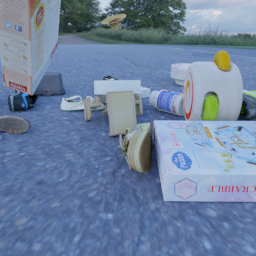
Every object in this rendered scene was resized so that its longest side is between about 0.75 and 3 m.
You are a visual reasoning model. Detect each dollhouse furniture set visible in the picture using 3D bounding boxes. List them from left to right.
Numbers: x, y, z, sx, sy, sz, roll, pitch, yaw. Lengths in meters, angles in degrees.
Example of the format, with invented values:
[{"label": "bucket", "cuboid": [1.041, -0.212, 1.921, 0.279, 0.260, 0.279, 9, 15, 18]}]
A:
[{"label": "dollhouse furniture set", "cuboid": [-0.380, -0.418, 8.926, 1.778, 1.260, 1.936, -5, 0, -15]}]

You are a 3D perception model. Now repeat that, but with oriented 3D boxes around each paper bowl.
[{"label": "paper bowl", "cuboid": [3.257, -2.823, 14.962, 1.948, 1.013, 1.948, 0, 20, 0]}]

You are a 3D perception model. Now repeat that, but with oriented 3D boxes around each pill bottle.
[{"label": "pill bottle", "cuboid": [1.489, -0.969, 10.280, 0.800, 0.800, 1.427, -19, 29, -42]}]

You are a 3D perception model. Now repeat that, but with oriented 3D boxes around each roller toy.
[{"label": "roller toy", "cuboid": [2.606, -1.044, 8.652, 1.528, 2.187, 1.995, 0, -16, 1]}]

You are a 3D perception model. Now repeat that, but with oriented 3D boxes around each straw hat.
[{"label": "straw hat", "cuboid": [-0.467, -3.819, 10.339, 1.024, 0.433, 1.024, -14, 35, 10]}]

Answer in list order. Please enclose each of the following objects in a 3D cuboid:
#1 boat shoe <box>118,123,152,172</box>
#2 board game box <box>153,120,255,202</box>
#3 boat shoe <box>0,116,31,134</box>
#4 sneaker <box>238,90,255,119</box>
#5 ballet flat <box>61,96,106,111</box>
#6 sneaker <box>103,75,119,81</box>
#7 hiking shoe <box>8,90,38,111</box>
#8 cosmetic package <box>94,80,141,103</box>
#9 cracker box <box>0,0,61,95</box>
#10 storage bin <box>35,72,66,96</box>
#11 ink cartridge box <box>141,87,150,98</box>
[{"label": "boat shoe", "cuboid": [0.176, 0.427, 6.615, 0.747, 0.873, 2.383, -2, 10, 8]}, {"label": "board game box", "cuboid": [2.146, 0.575, 6.366, 2.976, 0.614, 2.983, 1, 20, 2]}, {"label": "boat shoe", "cuboid": [-3.636, -0.173, 8.517, 1.495, 0.557, 0.548, 4, 21, 7]}, {"label": "sneaker", "cuboid": [3.452, -1.012, 10.132, 1.179, 1.076, 2.912, -22, 28, -38]}, {"label": "ballet flat", "cuboid": [-1.680, -0.938, 10.561, 1.702, 0.591, 0.591, -2, 20, -6]}, {"label": "sneaker", "cuboid": [-0.944, -2.696, 15.447, 0.958, 0.468, 0.339, 0, 18, -4]}, {"label": "hiking shoe", "cuboid": [-4.038, -1.228, 11.195, 0.947, 0.813, 2.185, 3, 30, -7]}, {"label": "cosmetic package", "cuboid": [-0.370, -1.325, 10.534, 1.607, 0.551, 2.131, -3, -3, -1]}, {"label": "cracker box", "cuboid": [-1.689, -1.783, 4.913, 0.601, 2.083, 1.395, 17, 53, -6]}, {"label": "storage bin", "cuboid": [-3.690, -2.028, 12.896, 1.474, 0.990, 1.073, -2, 20, -3]}, {"label": "ink cartridge box", "cuboid": [0.518, -1.644, 12.731, 0.630, 0.369, 0.872, -14, 25, -34]}]
